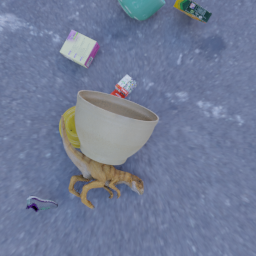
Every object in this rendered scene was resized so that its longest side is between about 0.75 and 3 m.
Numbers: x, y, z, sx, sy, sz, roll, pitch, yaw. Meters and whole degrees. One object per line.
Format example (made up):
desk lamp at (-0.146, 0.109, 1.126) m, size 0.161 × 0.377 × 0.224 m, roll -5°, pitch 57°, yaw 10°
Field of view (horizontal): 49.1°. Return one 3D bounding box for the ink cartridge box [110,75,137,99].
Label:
ink cartridge box at (-0.133, -1.169, 8.310) m, size 0.431 × 0.199 × 0.791 m, roll 40°, pitch 73°, yaw 13°

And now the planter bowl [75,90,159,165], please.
planter bowl at (-0.414, 0.049, 6.785) m, size 1.994 × 1.994 × 1.342 m, roll 22°, pitch 106°, yaw 8°

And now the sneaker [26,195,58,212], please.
sneaker at (-2.102, 1.925, 6.818) m, size 0.802 × 0.298 × 0.351 m, roll 25°, pitch 42°, yaw -30°

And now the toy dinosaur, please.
toy dinosaur at (-0.910, 1.029, 6.906) m, size 2.856 × 0.863 × 1.517 m, roll 34°, pitch 84°, yaw -25°

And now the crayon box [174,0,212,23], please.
crayon box at (1.970, -3.719, 8.790) m, size 0.837 × 0.335 × 1.319 m, roll 20°, pitch 24°, yaw -21°

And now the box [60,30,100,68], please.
box at (-1.462, -2.401, 8.548) m, size 0.897 × 0.433 × 0.789 m, roll 28°, pitch 90°, yaw 10°

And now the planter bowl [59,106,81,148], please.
planter bowl at (-1.313, -0.064, 7.572) m, size 1.217 × 0.507 × 1.217 m, roll 0°, pitch 85°, yaw 0°

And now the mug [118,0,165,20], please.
mug at (0.366, -4.154, 8.896) m, size 1.080 × 1.747 × 1.435 m, roll -35°, pitch 88°, yaw 22°
